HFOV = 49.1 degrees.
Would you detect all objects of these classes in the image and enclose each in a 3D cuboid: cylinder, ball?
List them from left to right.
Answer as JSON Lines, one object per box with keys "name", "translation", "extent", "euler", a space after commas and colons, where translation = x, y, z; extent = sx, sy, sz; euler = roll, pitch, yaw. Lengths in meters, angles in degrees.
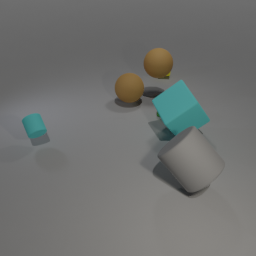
{"name": "cylinder", "translation": [-3.439, -0.076, 10.294], "extent": [0.700, 0.700, 0.700], "euler": [-19, 75, -30]}
{"name": "ball", "translation": [0.066, -1.903, 13.296], "extent": [1.400, 1.400, 1.400], "euler": [0, 30, 0]}
{"name": "ball", "translation": [1.440, -3.078, 13.322], "extent": [1.400, 1.400, 1.400], "euler": [0, 30, 0]}
{"name": "cylinder", "translation": [1.825, 0.901, 8.174], "extent": [1.400, 1.400, 1.400], "euler": [49, 41, -1]}

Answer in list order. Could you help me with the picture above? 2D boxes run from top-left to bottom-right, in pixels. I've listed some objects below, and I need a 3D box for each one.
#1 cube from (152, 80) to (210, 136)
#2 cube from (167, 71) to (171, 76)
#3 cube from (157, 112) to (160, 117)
{"name": "cube", "translation": [2.017, -0.670, 10.724], "extent": [1.400, 1.400, 1.400], "euler": [-35, 48, 14]}
{"name": "cube", "translation": [2.138, -3.545, 16.662], "extent": [0.700, 0.700, 0.700], "euler": [-3, 39, 17]}
{"name": "cube", "translation": [1.790, -0.853, 12.530], "extent": [0.700, 0.700, 0.700], "euler": [26, 39, 34]}
